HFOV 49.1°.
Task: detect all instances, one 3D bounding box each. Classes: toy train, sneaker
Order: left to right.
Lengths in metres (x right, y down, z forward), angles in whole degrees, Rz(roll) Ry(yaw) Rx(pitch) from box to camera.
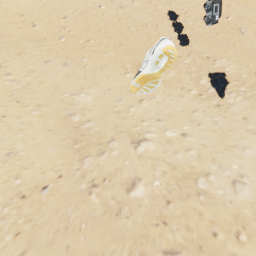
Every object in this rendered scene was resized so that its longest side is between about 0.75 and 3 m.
[{"bbox_3d":[0.646,-1.609,7.385,0.654,1.729,0.758,21,43,-28],"label":"sneaker"},{"bbox_3d":[2.320,-4.018,7.500,0.564,2.462,0.420,-3,34,10],"label":"toy train"}]
